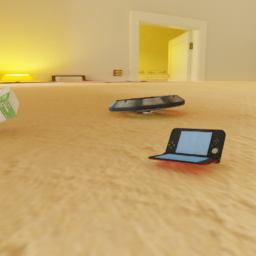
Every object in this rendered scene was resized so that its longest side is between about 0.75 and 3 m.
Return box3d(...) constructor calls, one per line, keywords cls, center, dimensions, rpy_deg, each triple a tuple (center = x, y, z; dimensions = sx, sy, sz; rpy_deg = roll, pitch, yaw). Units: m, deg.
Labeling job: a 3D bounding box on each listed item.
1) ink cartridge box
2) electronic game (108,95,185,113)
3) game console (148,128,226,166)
box3d(cls="ink cartridge box", center=(-3.667, -0.493, 7.440), dimensions=(1.324, 0.556, 0.959), rpy_deg=(-22, 32, -5))
box3d(cls="electronic game", center=(0.720, -0.898, 10.959), dimensions=(2.977, 0.620, 2.977), rpy_deg=(-5, 7, 1))
box3d(cls="game console", center=(1.043, 0.296, 4.933), dimensions=(1.079, 0.930, 0.640), rpy_deg=(3, -27, 37))
